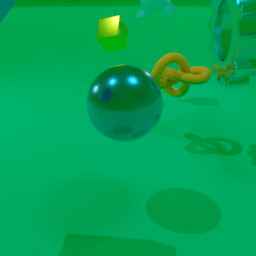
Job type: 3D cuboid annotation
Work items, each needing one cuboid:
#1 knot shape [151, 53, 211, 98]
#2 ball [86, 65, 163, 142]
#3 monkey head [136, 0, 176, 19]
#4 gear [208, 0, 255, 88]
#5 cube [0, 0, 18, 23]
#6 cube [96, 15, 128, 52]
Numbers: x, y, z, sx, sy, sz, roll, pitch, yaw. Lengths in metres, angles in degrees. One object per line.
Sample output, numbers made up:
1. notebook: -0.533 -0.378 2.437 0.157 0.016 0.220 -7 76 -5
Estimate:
1. knot shape: 1.269 -1.219 6.619 1.345 0.664 1.437 -2 -13 14
2. ball: -0.051 -0.381 4.403 1.199 1.199 1.199 0 26 0
3. monkey head: 0.945 -4.006 8.870 0.959 1.591 1.145 -1 53 -35
4. gear: 1.975 -1.840 5.302 0.387 2.090 2.090 -5 26 3
5. cube: -2.109 -1.328 2.611 1.276 1.276 1.276 -40 10 20
6. cube: -0.489 -3.018 9.046 0.766 0.766 0.766 -3 -19 21
